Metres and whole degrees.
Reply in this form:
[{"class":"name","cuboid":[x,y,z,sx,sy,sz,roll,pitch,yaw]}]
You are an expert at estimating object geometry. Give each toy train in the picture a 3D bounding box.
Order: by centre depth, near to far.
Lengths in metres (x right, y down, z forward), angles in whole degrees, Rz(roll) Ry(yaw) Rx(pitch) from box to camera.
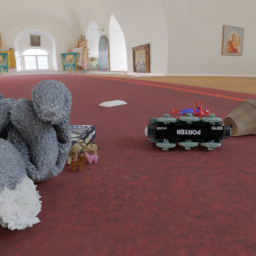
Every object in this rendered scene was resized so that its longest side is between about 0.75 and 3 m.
[{"class":"toy train","cuboid":[1.919,0.080,9.378,2.747,1.170,1.565,0,5,0]}]

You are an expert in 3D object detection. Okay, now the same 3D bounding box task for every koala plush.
[{"class":"koala plush","cuboid":[-2.407,0.730,5.416,2.472,2.562,2.788,1,36,4]}]

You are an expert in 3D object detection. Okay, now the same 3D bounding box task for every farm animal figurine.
[{"class":"farm animal figurine","cuboid":[-1.478,0.658,7.813,1.262,0.665,1.276,3,15,12]}]

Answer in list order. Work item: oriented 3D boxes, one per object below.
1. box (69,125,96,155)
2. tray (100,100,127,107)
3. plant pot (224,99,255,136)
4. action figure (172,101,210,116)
[{"class":"box","cuboid":[-2.321,0.318,9.254,2.136,0.525,1.722,2,15,9]},{"class":"tray","cuboid":[-0.917,-1.546,17.460,0.890,0.184,1.658,12,18,42]},{"class":"plant pot","cuboid":[4.347,-0.283,10.603,1.180,1.360,1.360,-21,20,-16]},{"class":"action figure","cuboid":[3.261,-1.095,14.374,1.840,0.911,0.600,8,17,20]}]
